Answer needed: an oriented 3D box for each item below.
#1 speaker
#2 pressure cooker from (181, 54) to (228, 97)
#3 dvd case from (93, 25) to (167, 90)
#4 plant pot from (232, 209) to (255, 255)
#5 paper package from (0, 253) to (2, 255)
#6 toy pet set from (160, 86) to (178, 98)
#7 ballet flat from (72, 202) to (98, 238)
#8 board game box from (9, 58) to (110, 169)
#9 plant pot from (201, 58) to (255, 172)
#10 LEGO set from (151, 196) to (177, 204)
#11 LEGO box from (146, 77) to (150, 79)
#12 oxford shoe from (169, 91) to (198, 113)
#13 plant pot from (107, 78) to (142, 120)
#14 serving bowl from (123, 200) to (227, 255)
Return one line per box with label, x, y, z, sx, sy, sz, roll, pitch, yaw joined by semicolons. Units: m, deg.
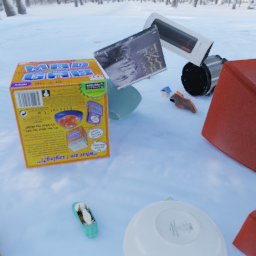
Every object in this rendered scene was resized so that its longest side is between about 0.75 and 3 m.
speaker;1.879;-3.344;10.567;2.567;1.042;1.042;32;36;12
pressure cooker;3.889;-2.604;13.668;2.103;1.879;1.850;-21;31;-33
dvd case;0.207;-2.107;8.996;1.939;0.208;2.607;-22;-17;8
plant pot;2.953;2.170;5.569;1.095;1.094;0.965;-16;43;-28
paper package;-3.389;2.358;5.466;1.378;0.713;1.314;-23;36;-35
toy pet set;1.981;-1.859;13.717;0.908;0.517;0.973;-24;36;-38
ballet flat;-0.995;1.983;6.483;0.410;0.428;1.217;-10;29;-26
board game box;-2.115;-0.624;9.104;2.593;2.591;2.592;-7;28;-13
plant pot;4.388;-0.245;8.460;2.903;2.901;2.559;-8;41;-16
LEGO set;0.966;1.936;6.850;0.804;0.197;0.600;-22;31;-34
LEGO box;0.751;-3.229;16.417;1.113;0.429;0.829;3;28;5
oxford shoe;2.429;-1.012;12.258;0.595;0.584;1.640;-37;40;-3
plant pot;-0.456;-0.995;11.170;1.731;1.731;1.166;14;68;25
serving bowl;0.970;2.201;5.680;2.111;0.694;2.111;2;30;-1
